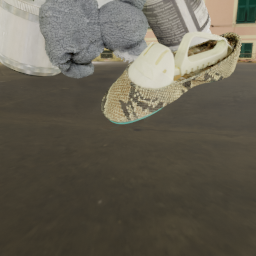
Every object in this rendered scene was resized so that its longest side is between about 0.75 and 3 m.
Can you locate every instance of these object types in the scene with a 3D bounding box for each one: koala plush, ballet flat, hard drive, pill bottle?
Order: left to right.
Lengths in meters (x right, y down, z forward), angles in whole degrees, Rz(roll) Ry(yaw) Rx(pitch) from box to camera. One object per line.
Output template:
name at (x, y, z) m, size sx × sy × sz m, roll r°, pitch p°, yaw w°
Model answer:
koala plush at (-0.617, -2.271, 6.461) m, size 2.318 × 2.055 × 2.130 m, roll -1°, pitch 4°, yaw 5°
hard drive at (-0.333, -3.779, 9.185) m, size 2.100 × 1.385 × 0.280 m, roll -12°, pitch 24°, yaw 2°
pill bottle at (1.314, -3.196, 7.764) m, size 1.593 × 2.817 × 1.593 m, roll -21°, pitch 43°, yaw 21°
ballet flat at (0.761, -0.986, 4.391) m, size 2.699 × 1.016 × 0.915 m, roll -24°, pitch 57°, yaw -25°

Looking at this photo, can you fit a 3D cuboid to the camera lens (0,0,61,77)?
camera lens at (-2.842, -3.247, 8.730) m, size 2.319 × 2.900 × 2.319 m, roll 17°, pitch 30°, yaw -10°
